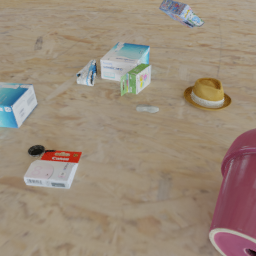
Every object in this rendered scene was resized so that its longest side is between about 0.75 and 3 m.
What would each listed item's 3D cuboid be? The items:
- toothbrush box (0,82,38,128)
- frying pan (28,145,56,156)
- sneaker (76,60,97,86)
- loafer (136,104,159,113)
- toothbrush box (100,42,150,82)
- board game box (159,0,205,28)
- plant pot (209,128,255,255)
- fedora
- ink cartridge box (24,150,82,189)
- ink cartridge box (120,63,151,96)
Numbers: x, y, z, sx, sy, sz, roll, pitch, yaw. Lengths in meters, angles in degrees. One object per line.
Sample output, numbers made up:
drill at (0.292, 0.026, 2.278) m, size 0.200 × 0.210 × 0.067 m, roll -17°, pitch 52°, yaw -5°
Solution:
toothbrush box at (-5.155, -0.978, 11.064) m, size 2.442 × 1.041 × 1.787 m, roll 5°, pitch 36°, yaw 7°
frying pan at (-2.902, 0.743, 9.468) m, size 0.931 × 0.151 × 0.563 m, roll -9°, pitch 36°, yaw -12°
sneaker at (-2.060, -2.781, 13.831) m, size 0.912 × 0.789 × 2.104 m, roll -2°, pitch 36°, yaw 6°
loafer at (0.800, -0.844, 11.503) m, size 0.937 × 0.328 × 0.327 m, roll 6°, pitch 44°, yaw 9°
toothbrush box at (-0.090, -3.413, 14.382) m, size 1.837 × 1.070 × 2.509 m, roll 11°, pitch 37°, yaw 15°
board game box at (1.660, -3.383, 8.409) m, size 1.197 × 0.369 × 1.196 m, roll 28°, pitch 15°, yaw -23°
plant pot at (3.134, 1.766, 6.175) m, size 2.780 × 2.780 × 2.489 m, roll 24°, pitch 58°, yaw 29°
fedora at (3.465, -1.590, 12.061) m, size 2.153 × 0.878 × 2.153 m, roll 0°, pitch 37°, yaw 0°
ink cartridge box at (-2.276, 1.129, 8.753) m, size 1.335 × 0.469 × 1.643 m, roll 4°, pitch 40°, yaw 5°
ink cartridge box at (0.388, -2.190, 12.813) m, size 0.543 × 0.950 × 1.831 m, roll 20°, pitch 40°, yaw 27°
